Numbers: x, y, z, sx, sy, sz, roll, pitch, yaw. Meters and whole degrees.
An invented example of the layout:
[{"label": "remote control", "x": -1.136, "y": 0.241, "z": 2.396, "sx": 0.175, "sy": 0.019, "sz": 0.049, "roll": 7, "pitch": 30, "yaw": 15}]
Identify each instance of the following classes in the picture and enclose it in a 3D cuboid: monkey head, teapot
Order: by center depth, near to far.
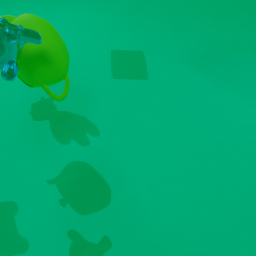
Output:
[{"label": "monkey head", "x": -1.537, "y": -1.054, "z": 3.632, "sx": 0.734, "sy": 0.615, "sz": 1.021, "roll": -2, "pitch": 43, "yaw": -42}, {"label": "teapot", "x": -1.721, "y": -1.291, "z": 4.833, "sx": 0.998, "sy": 1.267, "sz": 2.038, "roll": -40, "pitch": 89, "yaw": -25}]
